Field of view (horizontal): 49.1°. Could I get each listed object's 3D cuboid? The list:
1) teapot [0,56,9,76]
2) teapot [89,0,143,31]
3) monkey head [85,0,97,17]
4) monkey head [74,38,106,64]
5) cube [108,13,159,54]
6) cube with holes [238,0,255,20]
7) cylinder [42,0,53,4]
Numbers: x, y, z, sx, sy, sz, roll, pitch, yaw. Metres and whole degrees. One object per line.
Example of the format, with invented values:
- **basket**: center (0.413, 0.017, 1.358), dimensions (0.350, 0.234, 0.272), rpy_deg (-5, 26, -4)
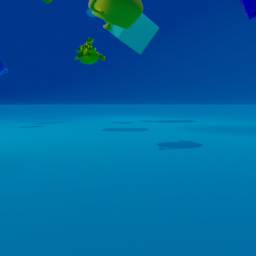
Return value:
- **teapot**: center (-3.722, -1.689, 7.545), dimensions (0.525, 0.667, 1.072), rpy_deg (-3, -11, 39)
- **teapot**: center (-0.173, -1.720, 4.079), dimensions (0.759, 0.598, 1.220), rpy_deg (34, 23, 19)
- **monkey head**: center (-1.048, -4.015, 9.353), dimensions (0.766, 0.642, 1.065), rpy_deg (3, 25, -27)
- **monkey head**: center (-1.272, -2.475, 9.095), dimensions (1.099, 0.790, 0.662), rpy_deg (3, -35, 13)
- **cube**: center (0.171, -3.347, 9.484), dimensions (1.065, 1.065, 1.065), rpy_deg (27, 17, -34)
- **cube with holes**: center (3.057, -3.364, 6.641), dimensions (0.875, 0.875, 0.875), rpy_deg (-25, -38, 25)
- **cylinder**: center (-1.804, -3.384, 6.169), dimensions (0.874, 0.874, 0.874), rpy_deg (-43, -5, 13)
